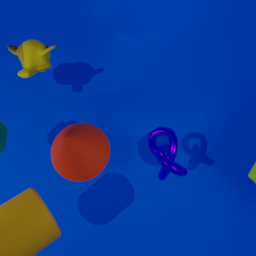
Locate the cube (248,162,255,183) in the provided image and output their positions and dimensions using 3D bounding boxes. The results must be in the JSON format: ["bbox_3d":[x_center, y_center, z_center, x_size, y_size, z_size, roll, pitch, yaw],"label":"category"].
[{"bbox_3d":[3.363,0.791,5.056,1.335,1.335,1.335,38,79,-15],"label":"cube"}]

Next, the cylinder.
[{"bbox_3d":[-2.071,1.927,5.360,1.142,1.142,1.142,-31,81,-27],"label":"cylinder"}]

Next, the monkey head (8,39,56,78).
[{"bbox_3d":[-2.465,-1.772,7.110,1.365,0.822,0.982,6,35,16],"label":"monkey head"}]

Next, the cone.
[{"bbox_3d":[-0.885,0.279,4.533,1.073,1.077,1.073,-1,74,3],"label":"cone"}]

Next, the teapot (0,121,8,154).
[{"bbox_3d":[-3.114,0.063,5.976,1.173,1.887,0.924,28,66,-14],"label":"teapot"}]

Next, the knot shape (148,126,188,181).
[{"bbox_3d":[0.817,0.650,5.906,0.549,1.112,1.189,-15,52,-4],"label":"knot shape"}]
